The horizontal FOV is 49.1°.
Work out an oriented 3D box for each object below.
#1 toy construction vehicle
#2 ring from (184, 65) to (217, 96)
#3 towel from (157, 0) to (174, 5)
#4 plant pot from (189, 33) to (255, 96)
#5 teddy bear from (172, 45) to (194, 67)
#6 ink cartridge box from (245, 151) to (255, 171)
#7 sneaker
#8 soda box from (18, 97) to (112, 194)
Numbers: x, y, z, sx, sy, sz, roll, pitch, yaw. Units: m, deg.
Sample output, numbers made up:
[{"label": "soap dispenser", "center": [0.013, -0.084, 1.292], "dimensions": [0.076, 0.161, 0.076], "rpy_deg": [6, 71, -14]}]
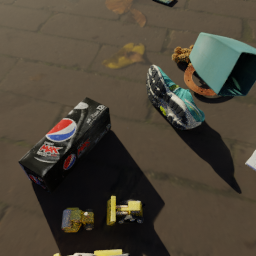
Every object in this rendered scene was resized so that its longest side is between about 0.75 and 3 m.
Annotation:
[{"label": "toy construction vehicle", "center": [-0.520, 2.022, 5.429], "dimensions": [1.688, 0.594, 1.470], "rpy_deg": [1, 52, 1]}, {"label": "ring", "center": [2.328, -1.460, 8.423], "dimensions": [1.295, 0.124, 1.295], "rpy_deg": [1, 58, -2]}, {"label": "towel", "center": [1.466, -5.405, 11.662], "dimensions": [0.890, 0.097, 0.653], "rpy_deg": [31, 58, 21]}, {"label": "plant pot", "center": [2.186, -1.567, 6.460], "dimensions": [1.025, 1.024, 1.450], "rpy_deg": [-2, 41, -32]}, {"label": "teddy bear", "center": [2.045, -2.298, 8.984], "dimensions": [1.261, 0.421, 0.914], "rpy_deg": [31, 60, 23]}, {"label": "ink cartridge box", "center": [4.026, 0.893, 6.442], "dimensions": [2.014, 0.436, 1.978], "rpy_deg": [-38, 61, -24]}, {"label": "sneaker", "center": [1.228, -0.854, 7.720], "dimensions": [0.893, 0.869, 2.242], "rpy_deg": [-14, 58, -31]}, {"label": "soda box", "center": [-1.370, 0.338, 6.611], "dimensions": [0.740, 0.827, 2.337], "rpy_deg": [26, 55, 22]}]
